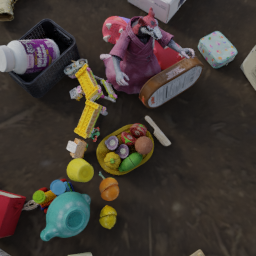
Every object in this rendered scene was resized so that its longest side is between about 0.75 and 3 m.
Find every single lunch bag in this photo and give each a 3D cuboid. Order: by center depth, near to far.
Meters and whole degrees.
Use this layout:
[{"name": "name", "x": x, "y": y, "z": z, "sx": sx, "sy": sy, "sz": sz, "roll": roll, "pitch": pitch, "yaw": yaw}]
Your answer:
[{"name": "lunch bag", "x": 2.894, "y": -2.512, "z": 9.011, "sx": 0.909, "sy": 0.437, "sz": 1.134, "roll": -29, "pitch": 74, "yaw": -12}]

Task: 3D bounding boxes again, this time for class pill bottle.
[{"name": "pill bottle", "x": -2.913, "y": -2.077, "z": 8.151, "sx": 1.666, "sy": 0.935, "sz": 0.935, "roll": -23, "pitch": 68, "yaw": -44}]

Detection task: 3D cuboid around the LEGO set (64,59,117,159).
[{"name": "LEGO set", "x": -1.020, "y": -0.594, "z": 8.240, "sx": 1.378, "sy": 1.115, "sz": 2.997, "roll": -16, "pitch": 73, "yaw": 31}]

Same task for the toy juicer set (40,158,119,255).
[{"name": "toy juicer set", "x": -1.203, "y": 2.298, "z": 7.034, "sx": 1.758, "sy": 0.752, "sz": 2.764, "roll": 32, "pitch": 75, "yaw": -30}]

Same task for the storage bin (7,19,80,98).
[{"name": "storage bin", "x": -2.636, "y": -2.126, "z": 8.608, "sx": 1.385, "sy": 0.960, "sz": 2.048, "roll": 39, "pitch": 76, "yaw": 12}]

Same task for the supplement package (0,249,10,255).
[{"name": "supplement package", "x": -3.312, "y": 3.556, "z": 6.499, "sx": 1.976, "sy": 1.183, "sz": 1.198, "roll": 27, "pitch": 73, "yaw": 9}]

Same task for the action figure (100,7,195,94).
[{"name": "action figure", "x": 0.370, "y": -2.141, "z": 7.564, "sx": 1.969, "sy": 2.939, "sz": 2.189, "roll": -14, "pitch": 65, "yaw": -13}]

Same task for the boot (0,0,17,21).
[{"name": "boot", "x": -3.960, "y": -4.285, "z": 9.581, "sx": 1.445, "sy": 0.526, "sz": 1.123, "roll": -16, "pitch": 71, "yaw": -4}]

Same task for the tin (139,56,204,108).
[{"name": "tin", "x": 1.296, "y": -1.317, "z": 8.165, "sx": 2.122, "sy": 1.188, "sz": 0.444, "roll": -31, "pitch": 63, "yaw": -10}]

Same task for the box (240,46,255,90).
[{"name": "box", "x": 4.806, "y": -2.100, "z": 8.354, "sx": 2.196, "sy": 1.404, "sz": 1.196, "roll": -23, "pitch": 72, "yaw": -8}]

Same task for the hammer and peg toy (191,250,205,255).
[{"name": "hammer and peg toy", "x": 1.601, "y": 3.608, "z": 6.927, "sx": 0.997, "sy": 0.352, "sz": 0.734, "roll": -31, "pitch": 75, "yaw": -10}]

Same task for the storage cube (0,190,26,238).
[{"name": "storage cube", "x": -3.356, "y": 2.125, "z": 7.070, "sx": 1.133, "sy": 0.969, "sz": 1.019, "roll": 15, "pitch": 77, "yaw": 5}]

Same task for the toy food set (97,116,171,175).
[{"name": "toy food set", "x": 0.095, "y": 0.482, "z": 7.700, "sx": 2.036, "sy": 0.665, "sz": 1.198, "roll": -31, "pitch": 85, "yaw": -5}]

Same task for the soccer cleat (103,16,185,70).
[{"name": "soccer cleat", "x": 0.623, "y": -2.739, "z": 8.863, "sx": 2.973, "sy": 0.992, "sz": 1.137, "roll": 24, "pitch": 46, "yaw": 2}]

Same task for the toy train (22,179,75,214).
[{"name": "toy train", "x": -2.228, "y": 1.847, "z": 7.227, "sx": 1.606, "sy": 0.929, "sz": 0.680, "roll": -23, "pitch": 72, "yaw": -8}]

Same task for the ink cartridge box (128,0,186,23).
[{"name": "ink cartridge box", "x": 1.306, "y": -5.027, "z": 9.585, "sx": 1.706, "sy": 0.994, "sz": 2.356, "roll": 35, "pitch": 74, "yaw": 11}]
